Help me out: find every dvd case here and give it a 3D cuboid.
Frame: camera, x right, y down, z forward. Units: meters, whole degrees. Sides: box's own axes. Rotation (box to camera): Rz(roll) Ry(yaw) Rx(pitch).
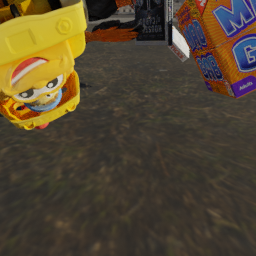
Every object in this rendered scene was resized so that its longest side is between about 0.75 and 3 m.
[{"bbox_3d":[0.681,-3.425,7.984,0.257,2.082,1.564,-15,22,-30],"label":"dvd case"}]

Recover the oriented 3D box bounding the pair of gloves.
[{"bbox_3d":[-0.599,-2.684,7.046,1.885,0.262,2.116,-3,-11,14],"label":"pair of gloves"}]

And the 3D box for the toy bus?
[{"bbox_3d":[-1.115,-0.655,3.035,1.308,1.850,1.927,-25,43,-16],"label":"toy bus"}]

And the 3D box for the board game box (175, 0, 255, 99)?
[{"bbox_3d":[2.045,-1.723,4.846,1.719,1.720,1.721,-27,10,7],"label":"board game box"}]

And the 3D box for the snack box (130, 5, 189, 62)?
[{"bbox_3d":[1.265,-3.741,10.360,0.351,2.885,1.037,-30,33,37],"label":"snack box"}]
